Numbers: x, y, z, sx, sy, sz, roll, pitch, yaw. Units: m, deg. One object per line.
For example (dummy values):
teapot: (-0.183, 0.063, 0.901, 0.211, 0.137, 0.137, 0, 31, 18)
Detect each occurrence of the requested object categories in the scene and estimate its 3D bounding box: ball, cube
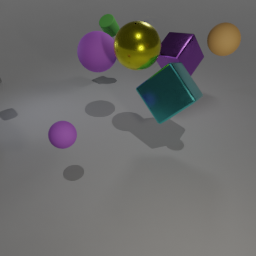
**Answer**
ball: (0.271, -2.405, 8.246, 1.400, 1.400, 1.400, 0, 33, 0)
ball: (-1.626, 0.167, 6.972, 0.700, 0.700, 0.700, 0, 33, 0)
cube: (2.244, -3.200, 12.391, 1.400, 1.400, 1.400, 25, 75, 44)
ball: (-1.066, -2.657, 9.799, 1.400, 1.400, 1.400, 0, 33, 0)
cube: (1.379, -1.161, 9.114, 1.400, 1.400, 1.400, -34, -2, 27)
ball: (2.092, -1.934, 6.121, 0.700, 0.700, 0.700, 0, 33, 0)

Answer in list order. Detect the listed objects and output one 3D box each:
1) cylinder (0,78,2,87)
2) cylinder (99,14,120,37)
cylinder: (-5.151, -1.778, 10.392, 0.700, 0.700, 0.700, -23, 39, -31)
cylinder: (-0.810, -4.460, 12.206, 0.700, 0.700, 0.700, -7, 68, 19)
